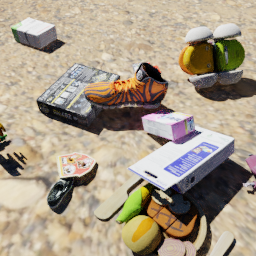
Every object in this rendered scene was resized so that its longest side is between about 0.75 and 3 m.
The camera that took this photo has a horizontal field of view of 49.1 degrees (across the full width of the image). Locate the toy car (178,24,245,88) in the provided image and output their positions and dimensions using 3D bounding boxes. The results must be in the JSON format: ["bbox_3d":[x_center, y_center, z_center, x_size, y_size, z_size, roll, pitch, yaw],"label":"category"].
[{"bbox_3d":[3.050,-2.626,10.458,2.399,2.099,1.799,-10,9,-9],"label":"toy car"}]

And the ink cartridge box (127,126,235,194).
[{"bbox_3d":[1.426,0.843,7.289,2.732,0.536,1.359,-26,31,-30],"label":"ink cartridge box"}]

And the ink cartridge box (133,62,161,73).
[{"bbox_3d":[0.744,-2.354,11.066,1.043,0.263,0.568,-10,46,-8],"label":"ink cartridge box"}]

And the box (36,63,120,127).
[{"bbox_3d":[-1.633,-1.247,9.724,1.959,0.597,2.430,16,48,18],"label":"box"}]

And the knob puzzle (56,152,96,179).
[{"bbox_3d":[-1.397,0.955,7.694,1.156,0.160,1.156,2,33,-2],"label":"knob puzzle"}]

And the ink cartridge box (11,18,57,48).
[{"bbox_3d":[-4.245,-4.331,12.755,1.622,0.681,1.180,22,49,21],"label":"ink cartridge box"}]

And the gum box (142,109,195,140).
[{"bbox_3d":[1.142,-0.135,8.279,0.831,0.484,1.464,-22,22,-27],"label":"gum box"}]

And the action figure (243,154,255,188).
[{"bbox_3d":[3.533,1.282,7.330,0.827,0.920,1.235,-25,50,35],"label":"action figure"}]

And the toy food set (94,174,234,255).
[{"bbox_3d":[0.824,2.089,6.372,2.937,0.590,2.028,31,52,27],"label":"toy food set"}]

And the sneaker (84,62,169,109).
[{"bbox_3d":[-0.004,-1.391,8.716,2.671,1.496,1.036,-2,58,-16],"label":"sneaker"}]

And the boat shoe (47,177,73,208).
[{"bbox_3d":[-1.713,1.523,7.133,0.400,0.319,1.059,9,45,11],"label":"boat shoe"}]

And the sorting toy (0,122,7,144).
[{"bbox_3d":[-4.001,0.084,8.109,0.703,1.029,1.712,-36,37,-31],"label":"sorting toy"}]
